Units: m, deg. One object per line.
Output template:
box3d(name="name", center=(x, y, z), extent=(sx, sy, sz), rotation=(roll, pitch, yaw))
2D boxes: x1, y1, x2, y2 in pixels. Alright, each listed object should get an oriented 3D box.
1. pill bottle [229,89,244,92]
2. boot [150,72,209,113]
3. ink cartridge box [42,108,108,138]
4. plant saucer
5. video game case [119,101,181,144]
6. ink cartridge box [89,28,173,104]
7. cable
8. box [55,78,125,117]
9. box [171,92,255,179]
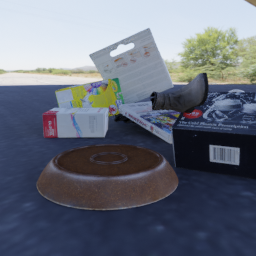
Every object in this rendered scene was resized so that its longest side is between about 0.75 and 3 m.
box3d(name="pill bottle", center=(4.028, -0.919, 10.447), extent=(0.979, 0.979, 1.713), rotation=(4, 7, 22))
box3d(name="boot", center=(0.816, -0.530, 4.719), extent=(0.802, 0.425, 1.218), rotation=(2, -22, -6))
box3d(name="ink cartridge box", center=(-1.486, -0.180, 8.320), extent=(1.733, 0.718, 1.263), rotation=(0, 11, 1))
box3d(name="plant saucer", center=(-0.336, 0.679, 4.818), extent=(2.384, 0.411, 2.384), rotation=(-1, 12, 0))
box3d(name="video game case", center=(1.480, -0.329, 8.719), extent=(2.699, 0.310, 2.460), rotation=(-9, 27, -35))
box3d(name="ink cartridge box", center=(0.186, -2.169, 10.174), extent=(2.244, 2.803, 0.663), rotation=(-21, 47, 13))
box3d(name="cable", center=(0.708, -0.421, 10.211), extent=(2.529, 0.642, 2.063), rotation=(-10, 22, -28))
box3d(name="box", center=(-1.225, -0.883, 9.407), extent=(2.165, 1.270, 0.524), rotation=(-15, 10, -11))
box3d(name="box", center=(1.936, 0.039, 5.376), extent=(1.792, 0.933, 1.631), rotation=(5, 32, 26))
